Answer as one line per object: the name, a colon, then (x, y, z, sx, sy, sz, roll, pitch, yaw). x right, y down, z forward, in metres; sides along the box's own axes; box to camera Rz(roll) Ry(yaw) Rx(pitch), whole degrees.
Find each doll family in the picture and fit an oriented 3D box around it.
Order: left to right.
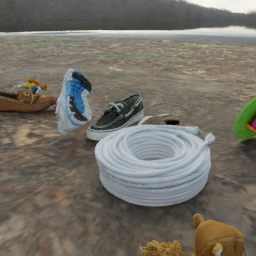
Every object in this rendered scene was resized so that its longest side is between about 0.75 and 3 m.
doll family: (-4.325, -1.722, 12.509, 1.267, 0.920, 2.041, -16, 29, -32)

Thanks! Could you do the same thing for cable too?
cable: (0.600, 0.771, 6.875, 2.742, 0.949, 2.742, 9, 27, 21)

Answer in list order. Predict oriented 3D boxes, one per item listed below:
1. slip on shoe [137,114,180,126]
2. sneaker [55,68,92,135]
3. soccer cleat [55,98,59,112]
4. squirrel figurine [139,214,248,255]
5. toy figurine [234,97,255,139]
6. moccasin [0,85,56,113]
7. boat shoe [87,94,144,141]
slip on shoe: (0.992, -0.040, 9.076, 0.560, 0.703, 1.850, 17, 21, 40)
sneaker: (-1.930, -0.900, 9.244, 1.053, 1.217, 2.809, 33, 31, -28)
soccer cleat: (-2.673, -0.934, 11.339, 0.550, 0.445, 1.275, 4, 25, -16)
squirrel figurine: (0.910, 1.906, 3.725, 1.495, 1.395, 1.058, -2, 24, -4)
toy figurine: (4.537, 0.253, 7.989, 2.232, 1.676, 2.054, 13, 27, -38)
moccasin: (-4.156, -1.181, 11.242, 2.475, 0.955, 0.905, 3, 24, 6)
boat shoe: (-0.405, -0.471, 9.645, 1.052, 0.947, 2.976, 13, 27, 26)
